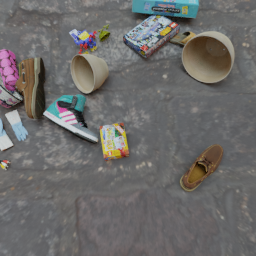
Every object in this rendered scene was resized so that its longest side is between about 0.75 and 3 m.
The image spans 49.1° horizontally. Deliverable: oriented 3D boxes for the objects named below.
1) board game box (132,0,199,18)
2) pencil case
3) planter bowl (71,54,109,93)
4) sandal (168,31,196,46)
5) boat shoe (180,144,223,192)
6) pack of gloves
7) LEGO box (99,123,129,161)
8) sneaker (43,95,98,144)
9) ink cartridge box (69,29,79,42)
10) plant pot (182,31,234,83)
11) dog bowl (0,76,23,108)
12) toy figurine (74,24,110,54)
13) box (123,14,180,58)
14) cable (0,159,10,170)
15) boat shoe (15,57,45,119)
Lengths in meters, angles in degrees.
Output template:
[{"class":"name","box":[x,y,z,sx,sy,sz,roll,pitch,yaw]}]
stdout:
[{"class":"board game box","box":[1.768,-6.216,13.169,2.934,0.688,2.215,7,55,3]},{"class":"pencil case","box":[-4.927,-2.413,11.768,0.840,0.867,1.850,-39,62,32]},{"class":"planter bowl","box":[-1.466,-2.310,11.494,1.050,1.561,1.561,-25,67,-38]},{"class":"sandal","box":[2.614,-4.046,12.502,1.872,0.505,0.752,18,65,17]},{"class":"boat shoe","box":[2.799,1.410,10.260,0.796,0.747,2.212,42,74,15]},{"class":"pack of gloves","box":[-4.693,0.101,11.131,1.148,0.270,1.366,-26,75,-19]},{"class":"LEGO box","box":[-0.530,0.527,10.756,0.955,0.495,1.283,-10,68,-4]},{"class":"sneaker","box":[-1.940,-0.504,10.947,2.452,1.025,1.481,29,80,13]},{"class":"ink cartridge box","box":[-2.356,-4.211,12.887,0.358,0.140,0.756,-38,75,-14]},{"class":"plant pot","box":[3.476,-3.119,11.578,2.075,2.075,1.393,32,53,12]},{"class":"dog bowl","box":[-5.028,-1.489,11.015,0.633,1.716,1.716,-45,74,-3]},{"class":"toy figurine","box":[-1.784,-4.136,12.438,1.084,0.954,1.809,41,72,18]},{"class":"box","box":[1.052,-4.227,12.599,2.165,0.432,1.482,-41,63,-15]},{"class":"cable","box":[-4.839,1.257,10.611,0.865,0.218,0.420,22,70,9]},{"class":"boat shoe","box":[-3.986,-1.583,11.392,1.004,1.063,2.955,-6,57,-2]}]
